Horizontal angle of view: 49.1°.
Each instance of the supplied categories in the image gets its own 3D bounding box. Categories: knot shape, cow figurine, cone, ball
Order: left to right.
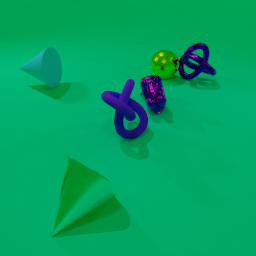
[{"bbox_3d":[-3.122,-2.032,9.464,1.309,1.304,1.304,2,33,15],"label":"cone"},{"bbox_3d":[-0.993,1.363,4.995,1.239,1.239,1.243,21,66,28],"label":"cone"},{"bbox_3d":[-0.099,-0.525,6.861,0.703,1.521,1.423,-16,-14,23],"label":"knot shape"},{"bbox_3d":[0.762,-1.022,8.427,0.782,1.402,1.425,-15,71,4],"label":"cow figurine"},{"bbox_3d":[1.306,-2.283,10.056,1.040,1.040,1.040,0,34,0],"label":"ball"},{"bbox_3d":[2.314,-2.243,9.852,1.359,1.452,0.671,-13,39,49],"label":"knot shape"}]
